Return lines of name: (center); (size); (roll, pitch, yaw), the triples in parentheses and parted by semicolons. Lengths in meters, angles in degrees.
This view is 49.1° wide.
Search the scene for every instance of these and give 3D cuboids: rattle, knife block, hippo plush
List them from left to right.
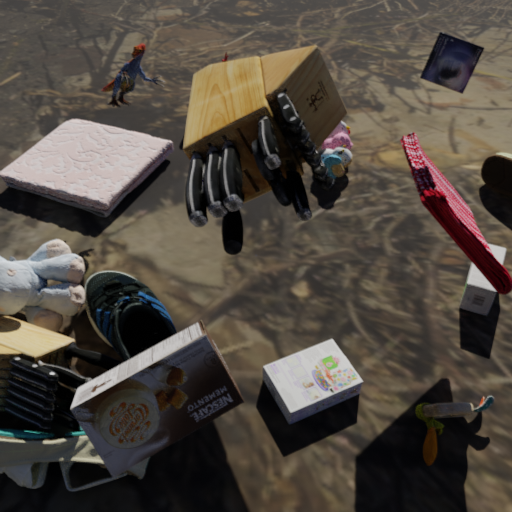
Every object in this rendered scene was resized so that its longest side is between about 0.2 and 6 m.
hippo plush: (-3.962, 0.284, 9.311); (2.018, 1.622, 1.607); (27, 83, 23)
knife block: (-3.388, 1.652, 8.618); (2.499, 0.911, 2.847); (8, 11, -29)
knife block: (-0.385, -1.509, 8.015); (3.702, 1.184, 3.250); (13, 55, 48)
rattle: (2.996, 2.515, 8.199); (1.234, 0.804, 0.882); (10, 49, -28)

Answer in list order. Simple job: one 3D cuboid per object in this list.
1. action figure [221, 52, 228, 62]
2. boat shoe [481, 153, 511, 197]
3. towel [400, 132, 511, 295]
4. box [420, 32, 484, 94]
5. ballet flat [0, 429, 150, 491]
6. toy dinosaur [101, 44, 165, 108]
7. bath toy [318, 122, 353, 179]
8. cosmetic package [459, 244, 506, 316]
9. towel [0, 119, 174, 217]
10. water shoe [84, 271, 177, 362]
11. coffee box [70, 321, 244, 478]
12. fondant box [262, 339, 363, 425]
action figure: (-1.055, -4.157, 14.546); (1.001, 1.518, 3.067); (-8, 41, -9)
boat shoe: (6.425, -1.463, 12.009); (1.163, 1.094, 3.054); (-15, 44, -32)
towel: (2.892, -0.731, 8.229); (0.294, 1.893, 2.618); (-37, 20, 24)
box: (2.719, -2.687, 7.794); (0.644, 0.649, 0.400); (23, 25, 8)
ballet flat: (-2.739, 2.775, 7.669); (2.634, 0.915, 0.915); (-1, 43, -3)
toy dinosaur: (-2.663, -3.710, 11.330); (1.538, 1.395, 0.807); (34, 29, 21)
bath toy: (1.914, -2.618, 13.399); (0.865, 0.735, 1.989); (9, 43, 9)
cosmetic package: (4.153, 0.403, 10.241); (0.527, 0.669, 1.243); (16, 44, 19)
towel: (-3.896, -2.180, 13.121); (2.991, 0.482, 2.857); (17, 47, 17)
water shoe: (-1.882, 1.040, 9.083); (1.194, 1.318, 3.340); (-26, 49, -25)
coffee box: (-0.941, 1.358, 5.444); (1.410, 0.807, 0.562); (-28, 11, -6)
fondant box: (0.873, 1.955, 8.810); (1.291, 0.376, 0.931); (-19, 46, -18)
